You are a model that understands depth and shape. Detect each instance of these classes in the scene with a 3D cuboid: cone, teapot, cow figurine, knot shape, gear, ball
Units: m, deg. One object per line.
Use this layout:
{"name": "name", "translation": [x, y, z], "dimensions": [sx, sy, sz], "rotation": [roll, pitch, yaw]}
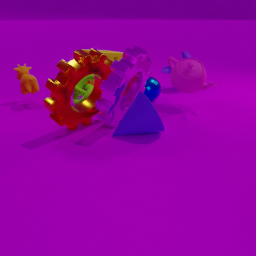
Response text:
{"name": "cone", "translation": [0.099, -0.112, 6.861], "dimensions": [1.149, 1.145, 1.145], "rotation": [-32, 29, -4]}
{"name": "teapot", "translation": [1.904, -1.616, 8.524], "dimensions": [1.819, 0.890, 1.131], "rotation": [40, 70, 22]}
{"name": "cow figurine", "translation": [-3.201, -1.567, 8.859], "dimensions": [0.562, 1.007, 1.023], "rotation": [-14, 8, -33]}
{"name": "knot shape", "translation": [-1.435, -1.218, 8.633], "dimensions": [1.123, 0.555, 1.200], "rotation": [21, 49, 17]}
{"name": "gear", "translation": [-0.067, -1.014, 7.116], "dimensions": [0.380, 2.056, 2.056], "rotation": [29, 32, 15]}
{"name": "gear", "translation": [-1.103, -0.917, 6.905], "dimensions": [0.372, 2.014, 2.014], "rotation": [35, 38, 28]}
{"name": "ball", "translation": [0.691, -1.303, 9.378], "dimensions": [0.837, 0.837, 0.837], "rotation": [0, 23, 0]}

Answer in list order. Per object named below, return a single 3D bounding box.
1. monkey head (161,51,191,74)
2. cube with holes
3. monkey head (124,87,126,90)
{"name": "monkey head", "translation": [2.085, -2.239, 10.706], "dimensions": [1.668, 1.005, 1.200], "rotation": [15, 56, -33]}
{"name": "cube with holes", "translation": [-0.937, -2.195, 10.537], "dimensions": [1.341, 1.341, 1.341], "rotation": [-13, 24, -44]}
{"name": "monkey head", "translation": [-0.390, -1.221, 9.231], "dimensions": [1.263, 0.761, 0.909], "rotation": [-9, 26, -4]}
